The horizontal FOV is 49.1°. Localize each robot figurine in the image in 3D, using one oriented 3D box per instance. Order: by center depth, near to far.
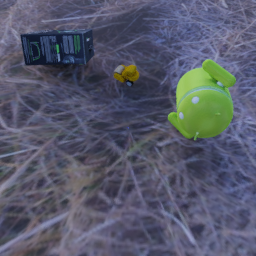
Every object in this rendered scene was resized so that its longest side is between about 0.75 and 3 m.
[{"bbox_3d":[1.797,-0.625,6.708,1.247,1.891,2.155,26,36,-10],"label":"robot figurine"}]

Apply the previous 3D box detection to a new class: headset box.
[{"bbox_3d":[-2.027,-2.565,8.750,1.960,0.909,1.706,-1,23,2],"label":"headset box"}]

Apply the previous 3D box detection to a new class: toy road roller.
[{"bbox_3d":[-0.026,-1.690,8.492,0.772,0.564,0.475,28,61,8],"label":"toy road roller"}]
